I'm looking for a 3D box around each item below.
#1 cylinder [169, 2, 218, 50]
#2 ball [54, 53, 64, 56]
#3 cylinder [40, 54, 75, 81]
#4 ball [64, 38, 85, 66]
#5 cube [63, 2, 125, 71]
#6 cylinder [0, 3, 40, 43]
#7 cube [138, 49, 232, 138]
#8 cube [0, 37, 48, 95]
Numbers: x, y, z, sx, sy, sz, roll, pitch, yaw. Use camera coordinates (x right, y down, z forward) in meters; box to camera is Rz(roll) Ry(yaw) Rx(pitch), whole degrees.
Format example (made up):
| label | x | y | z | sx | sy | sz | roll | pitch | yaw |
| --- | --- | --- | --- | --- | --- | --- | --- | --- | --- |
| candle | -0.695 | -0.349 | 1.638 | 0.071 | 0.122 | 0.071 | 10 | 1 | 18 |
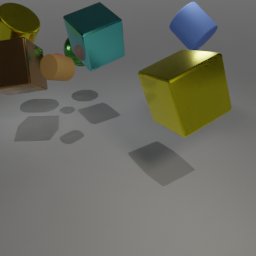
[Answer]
| label | x | y | z | sx | sy | sz | roll | pitch | yaw |
| --- | --- | --- | --- | --- | --- | --- | --- | --- | --- |
| cylinder | 2.655 | -4.094 | 11.421 | 1.400 | 1.400 | 1.400 | 50 | 45 | 7 |
| ball | -2.639 | -2.457 | 10.556 | 0.700 | 0.700 | 0.700 | 0 | 29 | 0 |
| cylinder | -1.967 | -1.683 | 7.856 | 0.700 | 0.700 | 0.700 | 17 | 14 | 27 |
| ball | -2.056 | -3.361 | 12.042 | 1.400 | 1.400 | 1.400 | 0 | 29 | 0 |
| cube | -1.083 | -3.020 | 9.265 | 1.400 | 1.400 | 1.400 | -29 | 55 | -17 |
| cylinder | -4.009 | -3.410 | 9.967 | 1.400 | 1.400 | 1.400 | 19 | 52 | -25 |
| cube | 1.299 | -0.866 | 6.507 | 1.400 | 1.400 | 1.400 | -29 | 28 | -15 |
| cube | -3.513 | -1.868 | 8.781 | 1.400 | 1.400 | 1.400 | -7 | 1 | 5 |
